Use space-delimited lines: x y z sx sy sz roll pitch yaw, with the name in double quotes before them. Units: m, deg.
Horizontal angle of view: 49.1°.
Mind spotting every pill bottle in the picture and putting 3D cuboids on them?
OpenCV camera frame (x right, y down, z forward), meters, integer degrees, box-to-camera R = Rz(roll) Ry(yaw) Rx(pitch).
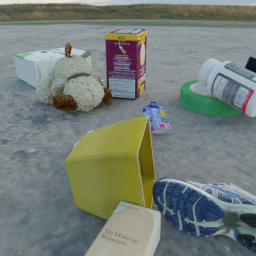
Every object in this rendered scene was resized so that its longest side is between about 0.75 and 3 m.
"pill bottle" 3.309 -1.366 8.832 1.195 1.195 2.160 -20 46 -36

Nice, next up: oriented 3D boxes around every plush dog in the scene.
"plush dog" -1.735 -1.541 9.991 2.670 2.142 2.293 -16 53 -30

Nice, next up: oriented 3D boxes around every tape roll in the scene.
"tape roll" 3.175 -1.190 10.430 2.435 0.585 2.435 0 26 0

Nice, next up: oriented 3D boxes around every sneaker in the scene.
"sneaker" 1.575 1.406 4.967 2.321 0.894 0.989 18 20 18

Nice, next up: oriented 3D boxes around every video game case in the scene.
"video game case" -0.313 0.361 7.049 1.695 0.205 1.862 4 10 3

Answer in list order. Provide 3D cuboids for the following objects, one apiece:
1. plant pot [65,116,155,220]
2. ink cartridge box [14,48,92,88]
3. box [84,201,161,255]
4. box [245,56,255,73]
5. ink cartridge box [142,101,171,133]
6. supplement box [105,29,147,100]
"plant pot" -0.286 0.800 5.370 1.385 1.570 1.570 -3 25 13
"ink cartridge box" -3.535 -2.986 13.387 2.949 1.239 2.152 -22 33 -38
"box" -0.109 1.865 4.038 0.764 0.625 1.608 9 28 20
"box" 5.440 -1.542 9.792 1.996 1.141 2.192 -3 30 -37
"ink cartridge box" 0.807 -0.323 8.149 0.626 0.350 0.917 2 63 -41
"supplement box" -0.038 -2.545 11.049 1.278 2.477 1.621 6 26 13
